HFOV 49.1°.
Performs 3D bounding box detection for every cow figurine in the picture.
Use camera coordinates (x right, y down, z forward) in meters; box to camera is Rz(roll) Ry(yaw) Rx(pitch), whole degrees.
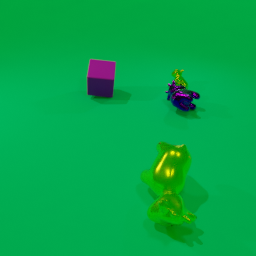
[{"bbox_3d":[0.850,1.058,5.437,0.867,1.579,1.554,28,-3,-21],"label":"cow figurine"},{"bbox_3d":[1.654,-1.049,9.142,1.312,0.732,1.333,28,26,27],"label":"cow figurine"},{"bbox_3d":[1.941,-1.766,10.365,0.878,0.482,0.864,48,40,2],"label":"cow figurine"}]

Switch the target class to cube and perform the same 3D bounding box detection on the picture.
[{"bbox_3d":[-0.914,-1.710,9.674,0.900,0.900,0.900,5,54,-4],"label":"cube"}]
